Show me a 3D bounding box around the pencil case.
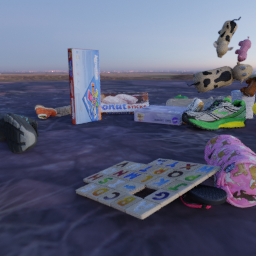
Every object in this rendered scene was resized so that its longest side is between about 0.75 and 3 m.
[{"bbox_3d":[1.687,0.601,4.526,0.738,0.706,1.705,24,14,4],"label":"pencil case"}]

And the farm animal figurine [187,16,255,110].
[{"bbox_3d":[3.397,-2.048,9.660,2.759,2.790,1.455,-32,3,5],"label":"farm animal figurine"}]

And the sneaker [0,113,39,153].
[{"bbox_3d":[-2.637,-0.007,6.954,0.944,0.898,2.381,-7,14,-37],"label":"sneaker"}]

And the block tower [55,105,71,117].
[{"bbox_3d":[-2.633,-0.726,11.725,0.315,0.337,1.167,4,13,19],"label":"block tower"}]

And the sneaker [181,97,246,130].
[{"bbox_3d":[2.751,-0.492,8.998,2.329,0.992,0.909,-5,13,-21],"label":"sneaker"}]

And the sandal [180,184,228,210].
[{"bbox_3d":[0.953,0.961,3.975,0.494,0.297,1.316,2,-4,-15],"label":"sandal"}]

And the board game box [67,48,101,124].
[{"bbox_3d":[-1.496,-1.467,9.870,0.246,2.533,1.304,7,13,38],"label":"board game box"}]

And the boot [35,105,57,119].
[{"bbox_3d":[-3.106,-0.527,10.754,0.359,0.514,0.958,-41,-31,27],"label":"boot"}]

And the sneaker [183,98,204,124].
[{"bbox_3d":[2.163,-0.573,9.471,0.378,0.999,0.438,10,38,-34],"label":"sneaker"}]

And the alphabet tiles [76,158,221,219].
[{"bbox_3d":[0.170,0.768,4.265,1.562,0.071,1.868,-20,13,-36],"label":"alphabet tiles"}]

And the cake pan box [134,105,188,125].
[{"bbox_3d":[1.374,-0.519,10.421,1.812,0.474,1.669,5,15,24],"label":"cake pan box"}]

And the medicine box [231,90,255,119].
[{"bbox_3d":[4.460,-0.933,10.988,0.522,1.015,0.924,0,12,-6],"label":"medicine box"}]

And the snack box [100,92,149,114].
[{"bbox_3d":[-0.332,-1.048,11.887,2.442,0.878,0.297,-2,-18,-9],"label":"snack box"}]

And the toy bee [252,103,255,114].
[{"bbox_3d":[4.795,-0.681,8.888,1.728,1.435,2.640,-2,12,-5],"label":"toy bee"}]

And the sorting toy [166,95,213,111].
[{"bbox_3d":[2.804,-1.087,12.822,2.121,0.422,2.870,-3,18,10],"label":"sorting toy"}]
